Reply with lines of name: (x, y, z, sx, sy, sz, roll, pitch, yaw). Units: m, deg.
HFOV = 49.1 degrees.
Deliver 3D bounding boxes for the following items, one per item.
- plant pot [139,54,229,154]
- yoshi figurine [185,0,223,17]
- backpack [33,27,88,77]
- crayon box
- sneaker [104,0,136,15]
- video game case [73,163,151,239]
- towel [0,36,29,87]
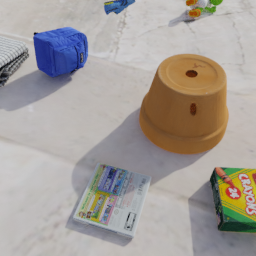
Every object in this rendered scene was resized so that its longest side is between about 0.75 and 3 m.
plant pot: (1.503, -0.765, 7.272, 2.411, 1.688, 2.411, -1, 49, 1)
yoshi figurine: (3.394, -5.427, 11.969, 1.873, 1.052, 1.049, -36, 73, -30)
backpack: (-1.989, -2.430, 9.050, 1.361, 1.318, 1.622, 32, 45, 23)
crayon box: (2.918, 1.537, 5.998, 2.054, 0.522, 1.304, 2, 48, 1)
sneaker: (-0.245, -3.916, 9.022, 1.100, 0.431, 0.363, -19, 28, -13)
video game case: (-0.308, 1.544, 6.231, 1.349, 0.164, 1.482, 13, 50, 11)
towel: (-4.507, -2.275, 9.176, 2.110, 0.903, 1.747, 15, 49, 16)
